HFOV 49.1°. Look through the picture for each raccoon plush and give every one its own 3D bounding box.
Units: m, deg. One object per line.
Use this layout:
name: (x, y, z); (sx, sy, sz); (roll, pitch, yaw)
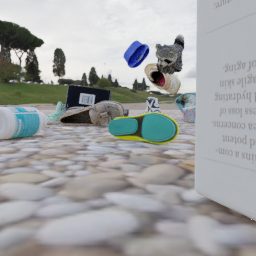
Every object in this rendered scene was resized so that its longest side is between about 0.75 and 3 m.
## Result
raccoon plush: (1.391, -2.776, 9.486); (0.951, 1.966, 1.317); (2, -26, 14)

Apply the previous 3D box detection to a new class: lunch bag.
lunch bag: (4.400, -1.281, 16.189); (2.347, 1.680, 2.755); (-6, 13, -44)
lunch bag: (3.618, -0.709, 13.917); (1.425, 0.906, 1.208); (-12, 6, -15)

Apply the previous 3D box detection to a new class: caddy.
caddy: (0.470, -3.789, 14.523); (1.030, 1.457, 0.765); (17, 30, -50)

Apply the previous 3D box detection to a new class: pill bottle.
pill bottle: (-2.874, -0.159, 7.541); (0.808, 0.808, 1.459); (2, 4, 27)

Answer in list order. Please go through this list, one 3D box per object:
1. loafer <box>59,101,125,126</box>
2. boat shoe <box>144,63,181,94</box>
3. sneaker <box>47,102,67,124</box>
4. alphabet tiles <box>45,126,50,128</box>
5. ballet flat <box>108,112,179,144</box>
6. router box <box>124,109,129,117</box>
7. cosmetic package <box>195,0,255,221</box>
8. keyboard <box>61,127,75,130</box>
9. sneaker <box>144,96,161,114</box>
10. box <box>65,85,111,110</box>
loafer: (-1.519, -0.452, 11.445); (2.808, 1.009, 0.883); (-5, 19, 26)
boat shoe: (1.237, -2.189, 11.623); (0.829, 0.884, 2.397); (9, 24, -33)
sneaker: (-3.407, -0.708, 12.963); (0.634, 1.017, 1.723); (3, 6, 26)
alphabet tiles: (-4.051, -0.028, 10.466); (2.015, 0.076, 1.684); (-3, 5, -30)
ballet flat: (0.442, 0.010, 6.663); (2.081, 0.695, 0.697); (2, -7, 43)
router box: (-0.085, -0.656, 14.704); (0.211, 0.635, 0.808); (0, 5, 5)
cosmetic package: (1.952, -0.617, 1.943); (2.167, 2.605, 2.180); (-2, 5, -22)
keyboard: (-2.183, 0.016, 10.077); (0.263, 0.050, 0.935); (-2, 5, -27)
sneaker: (1.383, -1.252, 16.766); (0.758, 1.236, 1.900); (3, -9, -11)
box: (-1.817, -1.098, 13.283); (1.937, 1.194, 1.921); (8, -9, -2)
